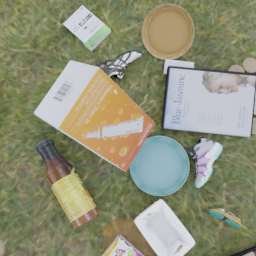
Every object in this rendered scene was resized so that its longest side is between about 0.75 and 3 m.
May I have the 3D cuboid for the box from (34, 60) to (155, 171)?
[{"bbox_3d":[-0.805,-0.259,7.894,1.387,2.845,1.769,24,79,44],"label":"box"}]

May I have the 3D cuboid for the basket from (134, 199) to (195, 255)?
[{"bbox_3d":[1.033,3.025,8.353,1.077,0.980,1.589,-37,83,-6],"label":"basket"}]

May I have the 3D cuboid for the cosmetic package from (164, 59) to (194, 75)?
[{"bbox_3d":[1.720,-2.027,9.525,0.956,0.341,0.485,8,96,2],"label":"cosmetic package"}]

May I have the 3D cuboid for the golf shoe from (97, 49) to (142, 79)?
[{"bbox_3d":[-0.218,-2.100,9.522,1.654,0.643,0.781,-25,94,0],"label":"golf shoe"}]

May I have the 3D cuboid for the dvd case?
[{"bbox_3d":[2.638,-0.878,9.169,2.917,0.256,2.081,6,90,3],"label":"dvd case"}]

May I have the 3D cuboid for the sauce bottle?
[{"bbox_3d":[-1.928,1.641,8.625,0.927,0.927,2.808,-30,83,-5],"label":"sauce bottle"}]

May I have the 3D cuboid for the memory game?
[{"bbox_3d":[4.468,-1.104,9.501,2.759,0.176,2.759,0,80,0],"label":"memory game"}]

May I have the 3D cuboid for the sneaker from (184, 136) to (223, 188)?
[{"bbox_3d":[2.191,1.000,8.947,1.118,0.621,1.599,28,72,6],"label":"sneaker"}]

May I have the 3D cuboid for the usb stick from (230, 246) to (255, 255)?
[{"bbox_3d":[3.937,3.913,8.464,2.501,0.408,0.693,-20,87,-3],"label":"usb stick"}]

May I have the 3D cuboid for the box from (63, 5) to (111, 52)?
[{"bbox_3d":[-1.449,-3.521,9.900,1.415,0.257,1.021,42,83,8],"label":"box"}]

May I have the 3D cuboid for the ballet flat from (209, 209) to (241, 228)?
[{"bbox_3d":[3.035,2.745,8.782,1.061,0.364,0.334,29,53,2],"label":"ballet flat"}]

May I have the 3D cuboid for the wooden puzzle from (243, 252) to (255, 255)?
[{"bbox_3d":[3.238,4.594,8.153,2.606,0.305,1.758,-31,99,0],"label":"wooden puzzle"}]

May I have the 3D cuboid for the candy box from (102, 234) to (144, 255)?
[{"bbox_3d":[-0.051,4.015,8.469,1.306,0.398,0.891,38,83,7],"label":"candy box"}]

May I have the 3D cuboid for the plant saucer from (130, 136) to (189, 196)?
[{"bbox_3d":[0.995,1.207,9.000,1.895,0.341,1.895,0,79,1],"label":"plant saucer"}]

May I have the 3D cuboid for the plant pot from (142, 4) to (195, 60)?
[{"bbox_3d":[1.343,-3.202,9.417,1.780,0.245,1.780,8,115,17],"label":"plant pot"}]
